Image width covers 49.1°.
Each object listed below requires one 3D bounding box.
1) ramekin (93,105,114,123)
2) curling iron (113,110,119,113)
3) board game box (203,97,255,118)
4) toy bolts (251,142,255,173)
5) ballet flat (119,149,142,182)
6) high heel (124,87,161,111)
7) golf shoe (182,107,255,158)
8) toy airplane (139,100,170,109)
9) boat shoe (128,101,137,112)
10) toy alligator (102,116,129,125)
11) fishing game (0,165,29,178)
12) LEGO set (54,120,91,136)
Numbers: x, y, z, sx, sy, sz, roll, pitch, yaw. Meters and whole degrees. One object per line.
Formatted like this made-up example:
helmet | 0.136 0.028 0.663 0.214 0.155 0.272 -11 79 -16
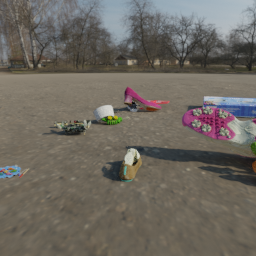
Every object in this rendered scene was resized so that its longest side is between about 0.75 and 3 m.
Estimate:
ramekin | -1.039 -0.590 12.271 0.884 0.464 0.884 -19 -17 -6
curling iron | -0.775 -0.783 14.354 0.294 0.151 1.185 29 19 18
board game box | 5.448 -1.159 14.782 2.885 0.626 2.871 4 14 14
toy bolts | 3.727 0.984 6.629 1.440 0.999 1.376 -5 -29 22
ballet flat | 0.069 0.842 7.154 0.499 0.532 1.471 3 14 12
high heel | 0.813 -1.548 14.935 2.083 0.999 0.702 11 -18 -1
golf shoe | 2.856 0.262 7.743 2.822 1.292 1.063 15 57 16
toy airplane | 1.367 -1.349 16.074 1.977 0.364 1.977 -3 13 1
boat shoe | 0.255 -1.265 15.505 0.513 0.484 1.429 0 14 -2
toy alligator | -0.504 -0.299 12.109 1.247 0.370 0.338 -3 56 -16
fishing game | -3.028 1.072 7.062 0.937 0.146 0.671 2 17 7
LEGO set | -2.111 -0.007 10.831 1.383 0.604 2.130 -2 1 -17
